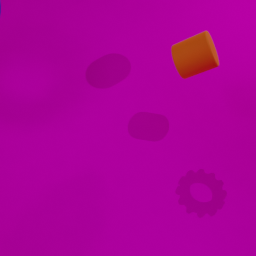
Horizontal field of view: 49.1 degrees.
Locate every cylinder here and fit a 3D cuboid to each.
[{"bbox_3d":[1.393,-1.498,5.801,0.760,0.760,0.760,-18,63,28],"label":"cylinder"}]
